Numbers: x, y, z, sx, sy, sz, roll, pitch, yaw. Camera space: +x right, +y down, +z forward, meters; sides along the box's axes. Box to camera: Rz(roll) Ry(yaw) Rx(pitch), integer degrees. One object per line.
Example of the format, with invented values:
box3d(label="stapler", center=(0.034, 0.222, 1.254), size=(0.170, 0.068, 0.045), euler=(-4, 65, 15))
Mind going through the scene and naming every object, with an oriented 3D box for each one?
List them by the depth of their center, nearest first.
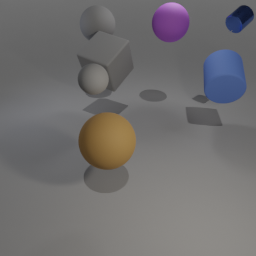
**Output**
box3d(label="ball", center=(-0.792, -1.110, 6.379), size=(0.700, 0.700, 0.700), euler=(0, 30, 0))
box3d(label="ball", center=(-0.505, 0.318, 6.862), size=(1.400, 1.400, 1.400), euler=(0, 30, 0))
box3d(label="cylinder", center=(3.971, -3.869, 9.970), size=(0.700, 0.700, 0.700), euler=(-42, 44, -14))
box3d(label="cylinder", center=(3.455, -1.847, 10.110), size=(1.400, 1.400, 1.400), euler=(5, 51, 8))
box3d(label="cube", center=(-0.798, -2.484, 10.452), size=(1.400, 1.400, 1.400), euler=(25, 65, 23))
box3d(label="ball", center=(1.601, -3.957, 10.549), size=(1.400, 1.400, 1.400), euler=(0, 30, 0))
box3d(label="ball", center=(-1.200, -4.084, 11.059), size=(1.400, 1.400, 1.400), euler=(0, 30, 0))
